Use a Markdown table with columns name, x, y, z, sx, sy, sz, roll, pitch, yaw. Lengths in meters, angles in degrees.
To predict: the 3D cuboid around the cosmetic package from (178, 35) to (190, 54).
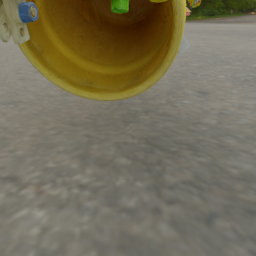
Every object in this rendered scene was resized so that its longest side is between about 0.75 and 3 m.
| name | x | y | z | sx | sy | sz | roll | pitch | yaw |
| --- | --- | --- | --- | --- | --- | --- | --- | --- | --- |
| cosmetic package | 1.551 | -3.110 | 9.332 | 0.421 | 1.182 | 0.599 | -35 | 39 | 13 |

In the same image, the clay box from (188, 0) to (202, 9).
| name | x | y | z | sx | sy | sz | roll | pitch | yaw |
| --- | --- | --- | --- | --- | --- | --- | --- | --- | --- |
| clay box | 1.116 | -2.411 | 4.808 | 0.196 | 0.473 | 0.823 | -22 | 4 | 11 |

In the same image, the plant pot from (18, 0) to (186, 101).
| name | x | y | z | sx | sy | sz | roll | pitch | yaw |
| --- | --- | --- | --- | --- | --- | --- | --- | --- | --- |
| plant pot | -0.350 | -2.519 | 5.533 | 3.001 | 3.001 | 2.823 | 5 | 39 | 10 |

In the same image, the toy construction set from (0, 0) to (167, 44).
| name | x | y | z | sx | sy | sz | roll | pitch | yaw |
| --- | --- | --- | --- | --- | --- | --- | --- | --- | --- |
| toy construction set | -0.736 | -1.755 | 3.100 | 2.420 | 1.115 | 1.587 | -11 | 7 | 15 |
